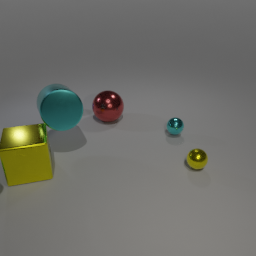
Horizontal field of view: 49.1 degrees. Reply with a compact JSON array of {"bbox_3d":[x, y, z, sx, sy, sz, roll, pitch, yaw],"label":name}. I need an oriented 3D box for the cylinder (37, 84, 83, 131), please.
[{"bbox_3d":[-2.376,-0.748,9.675,1.400,1.400,1.400,-11,20,-19],"label":"cylinder"}]

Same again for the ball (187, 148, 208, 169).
[{"bbox_3d":[2.321,1.030,9.389,0.700,0.700,0.700,0,30,0],"label":"ball"}]

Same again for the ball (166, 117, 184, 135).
[{"bbox_3d":[1.901,-0.078,11.272,0.700,0.700,0.700,0,30,0],"label":"ball"}]

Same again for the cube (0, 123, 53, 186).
[{"bbox_3d":[-3.292,0.831,9.185,1.400,1.400,1.400,-8,30,-14],"label":"cube"}]

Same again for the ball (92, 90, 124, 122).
[{"bbox_3d":[-0.879,-0.956,12.374,1.400,1.400,1.400,0,30,0],"label":"ball"}]
